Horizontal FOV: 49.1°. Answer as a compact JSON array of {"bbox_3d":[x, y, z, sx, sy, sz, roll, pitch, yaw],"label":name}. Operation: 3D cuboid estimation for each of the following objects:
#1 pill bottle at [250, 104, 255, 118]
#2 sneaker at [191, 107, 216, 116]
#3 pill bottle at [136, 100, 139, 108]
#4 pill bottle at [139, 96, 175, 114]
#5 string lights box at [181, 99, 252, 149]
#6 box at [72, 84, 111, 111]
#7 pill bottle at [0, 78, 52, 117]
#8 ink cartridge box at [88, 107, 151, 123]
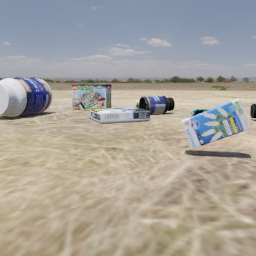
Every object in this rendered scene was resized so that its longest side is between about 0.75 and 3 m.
[{"bbox_3d":[5.323,-0.632,10.479,1.301,0.728,0.728,0,9,10],"label":"pill bottle"},{"bbox_3d":[3.166,-0.552,11.014,1.301,0.464,0.520,-2,17,8],"label":"sneaker"},{"bbox_3d":[0.867,-1.340,15.602,0.831,0.454,0.454,1,9,9],"label":"pill bottle"},{"bbox_3d":[1.315,-1.046,12.658,1.493,0.835,0.835,-5,11,-23],"label":"pill bottle"},{"bbox_3d":[1.695,-0.073,5.448,1.160,0.596,0.342,-23,1,18],"label":"string lights box"},{"bbox_3d":[-1.872,-1.550,14.131,2.459,1.353,0.427,7,11,38],"label":"box"},{"bbox_3d":[-4.628,-1.311,11.932,1.598,1.598,2.762,3,10,18],"label":"pill bottle"},{"bbox_3d":[-0.411,-0.534,10.854,1.945,0.426,1.963,-5,9,-22],"label":"ink cartridge box"}]
